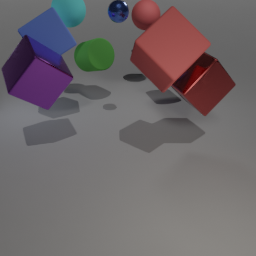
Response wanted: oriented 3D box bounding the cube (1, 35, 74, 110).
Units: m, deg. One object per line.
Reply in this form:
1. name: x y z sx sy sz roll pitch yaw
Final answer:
1. cube: -2.792 -1.676 8.600 1.400 1.400 1.400 25 24 -46

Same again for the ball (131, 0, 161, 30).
1. ball: 0.864 -5.444 13.499 1.400 1.400 1.400 0 29 0

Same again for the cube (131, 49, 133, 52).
1. cube: 0.736 -4.189 15.728 0.700 0.700 0.700 12 51 -50

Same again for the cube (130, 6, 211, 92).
1. cube: 1.070 -2.051 7.600 1.400 1.400 1.400 -45 -1 -8

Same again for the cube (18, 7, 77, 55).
1. cube: -2.819 -3.271 9.938 1.400 1.400 1.400 -33 26 1

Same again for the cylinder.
1. cylinder: -1.557 -3.320 12.851 1.400 1.400 1.400 -20 18 -32

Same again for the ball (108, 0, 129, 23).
1. ball: -0.314 -3.806 9.151 0.700 0.700 0.700 0 29 0

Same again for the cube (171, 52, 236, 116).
1. cube: 2.251 -1.519 9.004 1.400 1.400 1.400 35 13 -39

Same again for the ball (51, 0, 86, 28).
1. ball: -2.435 -4.863 11.493 1.400 1.400 1.400 0 29 0
